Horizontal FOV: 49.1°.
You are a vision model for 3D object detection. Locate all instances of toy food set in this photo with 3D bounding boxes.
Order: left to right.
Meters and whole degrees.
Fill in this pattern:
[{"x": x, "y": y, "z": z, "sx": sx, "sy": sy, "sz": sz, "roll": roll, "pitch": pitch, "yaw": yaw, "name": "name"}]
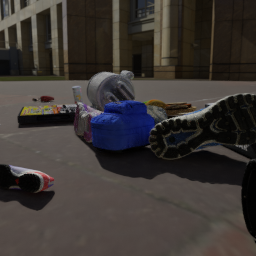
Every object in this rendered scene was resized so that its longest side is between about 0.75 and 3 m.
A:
[{"x": 1.557, "y": -0.808, "z": 10.361, "sx": 2.001, "sy": 0.582, "sz": 2.898, "roll": -10, "pitch": 8, "yaw": -40, "name": "toy food set"}]

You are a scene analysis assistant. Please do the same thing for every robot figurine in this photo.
[{"x": -0.723, "y": -1.371, "z": 11.019, "sx": 2.341, "sy": 1.559, "sz": 2.760, "roll": -43, "pitch": 26, "yaw": -6, "name": "robot figurine"}]

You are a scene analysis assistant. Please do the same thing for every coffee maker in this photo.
[{"x": 2.296, "y": 0.796, "z": 2.753, "sx": 1.677, "sy": 1.129, "sz": 1.611, "roll": -7, "pitch": 32, "yaw": -24, "name": "coffee maker"}]

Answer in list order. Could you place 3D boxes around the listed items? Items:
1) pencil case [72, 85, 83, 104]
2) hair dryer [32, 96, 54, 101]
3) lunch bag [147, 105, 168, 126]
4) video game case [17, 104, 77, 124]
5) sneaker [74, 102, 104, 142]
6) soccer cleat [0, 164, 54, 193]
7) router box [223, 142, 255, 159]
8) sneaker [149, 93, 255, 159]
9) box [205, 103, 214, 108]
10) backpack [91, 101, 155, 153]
[{"x": -2.448, "y": -1.537, "z": 13.646, "sx": 0.426, "sy": 1.024, "sz": 0.465, "roll": -13, "pitch": 18, "yaw": -24, "name": "pencil case"}, {"x": -4.829, "y": -1.722, "z": 16.216, "sx": 1.191, "sy": 0.324, "sz": 0.907, "roll": 4, "pitch": 11, "yaw": 14, "name": "hair dryer"}, {"x": 0.739, "y": -0.168, "z": 7.516, "sx": 0.768, "sy": 0.638, "sz": 0.916, "roll": -3, "pitch": 36, "yaw": -5, "name": "lunch bag"}, {"x": -2.860, "y": -0.572, "z": 10.557, "sx": 2.254, "sy": 0.318, "sz": 2.494, "roll": -4, "pitch": 12, "yaw": -16, "name": "video game case"}, {"x": -0.877, "y": -0.144, "z": 7.674, "sx": 0.948, "sy": 0.863, "sz": 2.145, "roll": 2, "pitch": 14, "yaw": -25, "name": "sneaker"}, {"x": -1.643, "y": 0.777, "z": 4.340, "sx": 1.064, "sy": 0.363, "sz": 0.389, "roll": 6, "pitch": -4, "yaw": 26, "name": "soccer cleat"}, {"x": 2.952, "y": 0.276, "z": 6.341, "sx": 1.267, "sy": 0.434, "sz": 1.699, "roll": -3, "pitch": 12, "yaw": -12, "name": "router box"}, {"x": 1.753, "y": -0.069, "z": 5.922, "sx": 2.620, "sy": 1.029, "sz": 1.168, "roll": -13, "pitch": 2, "yaw": 10, "name": "sneaker"}, {"x": 4.428, "y": -0.676, "z": 10.879, "sx": 1.592, "sy": 0.439, "sz": 2.330, "roll": -9, "pitch": 15, "yaw": -36, "name": "box"}, {"x": -0.199, "y": -0.035, "z": 6.313, "sx": 1.074, "sy": 1.109, "sz": 1.321, "roll": 2, "pitch": 13, "yaw": 45, "name": "backpack"}]
